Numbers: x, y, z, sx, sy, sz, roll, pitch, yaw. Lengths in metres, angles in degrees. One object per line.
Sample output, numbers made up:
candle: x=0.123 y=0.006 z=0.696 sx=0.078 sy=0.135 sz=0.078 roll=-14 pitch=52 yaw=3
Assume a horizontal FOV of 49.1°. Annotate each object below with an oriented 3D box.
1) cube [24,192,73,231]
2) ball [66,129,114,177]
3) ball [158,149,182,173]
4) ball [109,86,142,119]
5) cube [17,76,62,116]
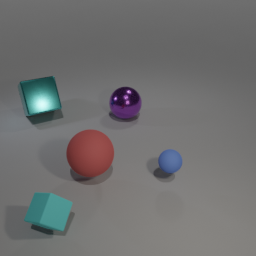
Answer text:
cube: x=-1.887 y=1.986 z=6.672 sx=0.700 sy=0.700 sz=0.700 roll=-9 pitch=55 yaw=40
ball: x=-1.108 y=0.741 z=8.277 sx=1.400 sy=1.400 sz=1.400 roll=0 pitch=30 yaw=0
ball: x=1.234 y=0.970 z=8.179 sx=0.700 sy=0.700 sz=0.700 roll=0 pitch=30 yaw=0
ball: x=-0.108 y=-1.074 z=12.007 sx=1.400 sy=1.400 sz=1.400 roll=0 pitch=30 yaw=0
cube: x=-3.808 y=-1.342 z=12.020 sx=1.400 sy=1.400 sz=1.400 roll=-15 pitch=8 yaw=-24
